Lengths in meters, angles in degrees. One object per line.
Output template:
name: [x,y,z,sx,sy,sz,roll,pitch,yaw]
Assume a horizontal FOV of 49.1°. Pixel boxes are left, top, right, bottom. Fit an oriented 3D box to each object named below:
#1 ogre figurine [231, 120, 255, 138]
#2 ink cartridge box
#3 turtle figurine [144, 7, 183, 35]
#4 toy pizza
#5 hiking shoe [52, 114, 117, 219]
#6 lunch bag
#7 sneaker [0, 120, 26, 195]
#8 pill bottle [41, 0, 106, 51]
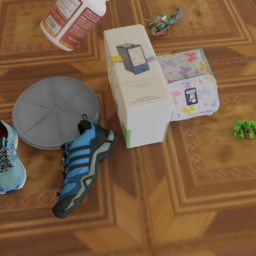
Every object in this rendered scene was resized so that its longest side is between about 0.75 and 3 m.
ogre figurine: [3.589,0.032,8.566,0.873,0.428,0.523,-3,76,15]
ink cartridge box: [0.204,-1.216,8.278,1.281,2.127,2.927,-10,60,-6]
turtle figurine: [1.302,-4.019,10.750,1.599,0.805,1.197,-33,24,-20]
toy pizza: [-2.238,-0.489,8.843,2.701,0.428,2.701,1,60,-1]
hiking shoe: [-1.392,1.008,7.489,1.234,1.058,2.845,31,52,-6]
lunch bag: [1.748,-1.302,8.828,1.777,1.332,2.095,-10,67,-4]
sneaker: [-3.516,0.751,7.752,0.901,1.034,2.299,-19,61,-11]
pill bottle: [-1.432,-3.400,8.119,2.161,1.212,1.212,-42,61,21]
